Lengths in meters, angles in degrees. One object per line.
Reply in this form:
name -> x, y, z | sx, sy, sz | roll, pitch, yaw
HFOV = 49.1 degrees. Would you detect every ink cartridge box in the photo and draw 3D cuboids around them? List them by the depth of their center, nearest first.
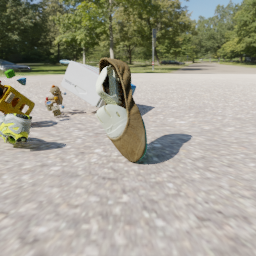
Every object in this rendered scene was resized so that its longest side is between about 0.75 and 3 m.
ink cartridge box -> -0.956, -1.481, 9.927 | 1.671, 0.965, 2.289 | 31, 15, 18

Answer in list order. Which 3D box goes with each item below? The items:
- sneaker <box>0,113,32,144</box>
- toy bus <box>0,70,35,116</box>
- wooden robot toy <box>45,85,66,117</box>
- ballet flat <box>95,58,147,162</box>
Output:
sneaker -> -2.559, 0.036, 5.868 | 0.568, 0.576, 1.507 | 9, -10, -44
toy bus -> -3.252, -0.791, 7.471 | 0.777, 1.419, 1.503 | 10, 23, 44
wooden robot toy -> -2.494, -1.075, 9.343 | 0.678, 0.698, 1.538 | -8, 40, -1
ballet flat -> -0.231, -0.457, 5.211 | 0.764, 2.253, 0.815 | -30, -36, 35
